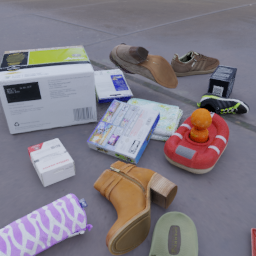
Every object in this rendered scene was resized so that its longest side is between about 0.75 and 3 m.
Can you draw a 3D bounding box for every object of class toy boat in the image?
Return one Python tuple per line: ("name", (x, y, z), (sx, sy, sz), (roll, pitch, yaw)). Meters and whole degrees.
("toy boat", (2.077, 0.121, 8.123), (1.505, 1.507, 2.306), (20, 39, 27))

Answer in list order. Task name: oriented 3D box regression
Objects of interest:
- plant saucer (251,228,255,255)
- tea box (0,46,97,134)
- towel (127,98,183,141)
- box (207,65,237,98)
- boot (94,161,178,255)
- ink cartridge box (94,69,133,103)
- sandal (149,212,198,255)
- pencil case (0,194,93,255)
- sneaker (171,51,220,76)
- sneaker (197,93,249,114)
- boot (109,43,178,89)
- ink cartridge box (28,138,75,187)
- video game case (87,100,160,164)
("plant saucer", (3.050, 2.655, 5.572), (1.147, 0.211, 1.145), (11, 36, 15))
("tea box", (-2.837, -1.542, 10.132), (2.984, 1.994, 2.936), (-8, 35, -12))
("towel", (0.747, -0.333, 9.705), (2.098, 0.505, 1.796), (10, 35, 15))
("box", (3.754, -1.730, 11.237), (0.775, 1.099, 1.485), (16, 36, 23))
("boot", (-0.173, 1.697, 6.523), (1.817, 0.866, 2.349), (20, 34, 33))
("ink cartridge box", (-0.703, -1.679, 11.667), (1.365, 0.538, 2.745), (-6, 33, -9))
("sandal", (0.823, 2.630, 5.023), (1.192, 0.857, 3.003), (2, 34, 3))
("pencil case", (-1.853, 2.193, 5.720), (2.187, 0.918, 0.935), (-23, 70, -28))
("sneaker", (3.322, -3.180, 13.408), (2.754, 1.040, 0.970), (-15, 37, -21))
("sneaker", (3.480, -0.708, 10.349), (1.813, 0.650, 0.751), (17, 62, 24))
("boot", (0.529, -2.397, 11.123), (1.924, 2.631, 0.924), (6, 62, 56))
("ink cartridge box", (-2.139, 0.931, 7.817), (0.928, 0.524, 1.264), (-18, 38, -25))
("video game case", (-0.105, 0.060, 8.685), (1.646, 0.413, 1.816), (17, 59, 23))
